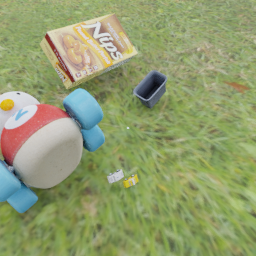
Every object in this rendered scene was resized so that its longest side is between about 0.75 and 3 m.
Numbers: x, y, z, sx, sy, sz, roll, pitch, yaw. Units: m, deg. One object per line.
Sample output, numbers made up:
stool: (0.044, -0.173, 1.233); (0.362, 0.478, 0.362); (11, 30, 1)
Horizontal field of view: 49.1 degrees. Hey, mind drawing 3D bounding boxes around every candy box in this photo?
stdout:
candy box: (-1.099, -2.404, 8.544); (2.645, 0.731, 1.527); (-34, 96, -37)

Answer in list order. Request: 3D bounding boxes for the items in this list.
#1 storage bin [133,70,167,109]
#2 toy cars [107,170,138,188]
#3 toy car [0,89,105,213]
storage bin: (0.657, -1.077, 8.086); (0.701, 0.647, 0.963); (35, 75, 27)
toy cars: (-0.076, 1.102, 6.028); (0.171, 0.774, 0.347); (7, 76, 59)
toy car: (-2.157, -0.079, 5.710); (2.518, 2.228, 2.321); (42, 70, 16)
